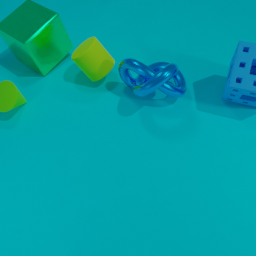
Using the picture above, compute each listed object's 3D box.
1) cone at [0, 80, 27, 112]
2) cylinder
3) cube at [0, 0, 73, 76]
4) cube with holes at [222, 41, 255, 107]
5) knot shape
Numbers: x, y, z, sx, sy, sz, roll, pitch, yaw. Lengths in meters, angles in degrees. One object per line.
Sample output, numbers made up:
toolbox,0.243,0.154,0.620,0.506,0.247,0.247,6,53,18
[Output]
cone,-3.073,-0.795,7.706,0.846,0.849,0.846,-2,84,22
cylinder,-1.011,-1.999,8.167,0.920,0.920,0.920,-29,36,23
cube,-2.807,-2.762,8.588,1.393,1.393,1.393,32,71,23
cube with holes,3.339,-1.364,7.438,1.236,1.236,1.236,14,83,13
knot shape,0.573,-1.388,7.681,1.852,0.915,1.980,14,16,27
